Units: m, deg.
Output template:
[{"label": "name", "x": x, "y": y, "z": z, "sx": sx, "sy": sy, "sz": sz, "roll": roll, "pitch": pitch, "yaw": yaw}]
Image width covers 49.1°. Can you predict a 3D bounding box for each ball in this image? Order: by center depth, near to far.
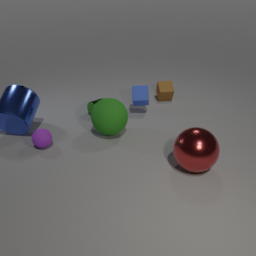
[{"label": "ball", "x": 2.106, "y": 0.672, "z": 8.677, "sx": 1.400, "sy": 1.400, "sz": 1.400, "roll": 0, "pitch": 29, "yaw": 0}, {"label": "ball", "x": -3.051, "y": 0.365, "z": 9.939, "sx": 0.700, "sy": 0.700, "sz": 0.700, "roll": 0, "pitch": 29, "yaw": 0}, {"label": "ball", "x": -0.693, "y": -0.433, "z": 10.544, "sx": 1.400, "sy": 1.400, "sz": 1.400, "roll": 0, "pitch": 29, "yaw": 0}]

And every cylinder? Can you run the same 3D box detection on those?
[{"label": "cylinder", "x": -4.242, "y": -0.682, "z": 10.653, "sx": 1.400, "sy": 1.400, "sz": 1.400, "roll": 4, "pitch": 55, "yaw": 7}, {"label": "cylinder", "x": -1.304, "y": -0.881, "z": 12.194, "sx": 0.700, "sy": 0.700, "sz": 0.700, "roll": -22, "pitch": 36, "yaw": -34}]

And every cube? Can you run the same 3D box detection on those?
[{"label": "cube", "x": 0.552, "y": -1.418, "z": 12.256, "sx": 0.700, "sy": 0.700, "sz": 0.700, "roll": -2, "pitch": -13, "yaw": 5}, {"label": "cube", "x": 1.791, "y": -1.803, "z": 13.618, "sx": 0.700, "sy": 0.700, "sz": 0.700, "roll": -4, "pitch": 57, "yaw": -6}]
